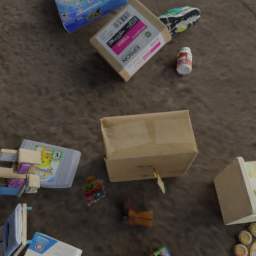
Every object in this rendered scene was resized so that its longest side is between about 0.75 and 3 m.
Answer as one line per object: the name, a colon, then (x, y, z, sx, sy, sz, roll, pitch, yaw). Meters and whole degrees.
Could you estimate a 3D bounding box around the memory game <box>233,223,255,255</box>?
memory game: (4.163, 3.841, 8.289, 2.045, 0.130, 2.045, 0, 65, 0)

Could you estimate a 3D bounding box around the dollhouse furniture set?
dollhouse furniture set: (-3.518, 2.246, 7.472, 1.714, 2.480, 2.626, 11, 49, -31)

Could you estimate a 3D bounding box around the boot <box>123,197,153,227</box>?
boot: (0.326, 2.620, 8.774, 0.938, 0.321, 0.883, 3, 64, 1)

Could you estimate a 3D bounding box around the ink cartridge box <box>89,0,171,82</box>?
ink cartridge box: (0.069, -3.433, 10.904, 2.484, 0.933, 2.047, -43, 69, 5)

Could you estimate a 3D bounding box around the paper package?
paper package: (0.555, 0.643, 8.526, 2.572, 2.452, 1.331, -6, 64, -3)

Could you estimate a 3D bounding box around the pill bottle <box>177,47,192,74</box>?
pill bottle: (2.255, -2.702, 11.187, 0.570, 0.570, 1.016, 7, 63, 3)

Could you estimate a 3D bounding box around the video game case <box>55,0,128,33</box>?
video game case: (-1.777, -5.898, 12.257, 2.908, 0.661, 2.635, -25, 65, 6)

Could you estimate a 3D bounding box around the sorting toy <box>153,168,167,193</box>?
sorting toy: (0.836, 1.516, 7.715, 0.148, 0.875, 0.422, -24, 24, 13)

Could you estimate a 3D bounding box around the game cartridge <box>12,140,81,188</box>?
game cartridge: (-2.784, 1.246, 9.406, 2.111, 0.427, 1.407, 11, 69, 5)

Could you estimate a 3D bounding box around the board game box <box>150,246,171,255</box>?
board game box: (0.837, 4.781, 7.551, 1.928, 0.661, 2.333, -29, 68, -11)

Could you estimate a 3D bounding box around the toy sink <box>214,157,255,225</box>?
toy sink: (3.554, 1.818, 8.051, 1.293, 2.309, 1.505, -6, 64, -2)

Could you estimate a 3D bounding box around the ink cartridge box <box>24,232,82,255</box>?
ink cartridge box: (-2.390, 4.299, 7.696, 1.370, 0.793, 2.358, 19, 66, 9)

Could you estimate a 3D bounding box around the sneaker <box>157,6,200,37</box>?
sneaker: (1.808, -4.550, 12.024, 2.622, 1.016, 1.044, -22, 46, -15)

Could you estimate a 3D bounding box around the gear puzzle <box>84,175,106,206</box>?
gear puzzle: (-1.072, 1.799, 8.593, 0.647, 0.164, 1.249, -30, 28, -1)
